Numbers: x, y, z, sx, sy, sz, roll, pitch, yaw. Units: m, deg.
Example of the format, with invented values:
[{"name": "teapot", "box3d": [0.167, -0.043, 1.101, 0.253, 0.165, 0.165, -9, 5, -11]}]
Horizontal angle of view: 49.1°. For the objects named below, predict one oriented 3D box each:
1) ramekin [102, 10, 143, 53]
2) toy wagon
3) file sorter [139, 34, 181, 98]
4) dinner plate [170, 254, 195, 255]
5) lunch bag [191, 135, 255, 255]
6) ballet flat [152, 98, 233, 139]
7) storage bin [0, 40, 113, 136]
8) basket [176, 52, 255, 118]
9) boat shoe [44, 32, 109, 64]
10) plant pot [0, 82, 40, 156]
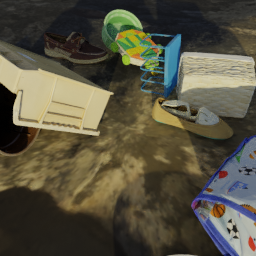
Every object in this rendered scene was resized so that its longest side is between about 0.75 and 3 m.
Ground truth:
[{"name": "ramekin", "box3d": [-0.284, -3.795, 11.190, 1.595, 0.779, 1.595, 5, 75, -19]}, {"name": "toy wagon", "box3d": [0.492, -2.812, 10.293, 1.692, 0.431, 2.180, -25, 62, -27]}, {"name": "file sorter", "box3d": [0.995, -2.017, 8.865, 1.004, 1.636, 1.135, 14, 41, 23]}, {"name": "dinner plate", "box3d": [0.895, 2.982, 3.635, 2.641, 0.320, 2.641, 0, 40, 0]}, {"name": "lunch bag", "box3d": [2.669, 1.396, 4.606, 2.617, 1.620, 2.225, 35, 50, 25]}, {"name": "ballet flat", "box3d": [1.681, -0.287, 7.409, 2.233, 0.704, 0.766, 15, 41, 17]}, {"name": "storage bin", "box3d": [-2.180, -1.024, 6.862, 2.592, 1.215, 2.574, 33, 14, 35]}, {"name": "basket", "box3d": [2.473, -1.219, 8.032, 2.070, 1.403, 1.277, 5, 41, 6]}, {"name": "boat shoe", "box3d": [-2.059, -3.185, 10.800, 2.738, 0.986, 0.988, 16, 41, 19]}, {"name": "plant pot", "box3d": [-3.414, -0.357, 6.758, 1.865, 1.884, 1.884, 5, 38, 19]}]
